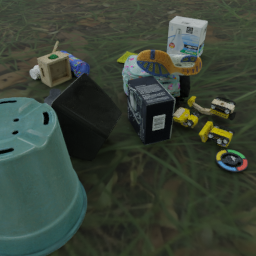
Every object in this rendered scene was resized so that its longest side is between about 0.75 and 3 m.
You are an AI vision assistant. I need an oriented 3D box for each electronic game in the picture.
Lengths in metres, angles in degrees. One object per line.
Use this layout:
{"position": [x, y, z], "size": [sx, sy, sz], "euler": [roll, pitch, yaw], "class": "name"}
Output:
{"position": [3.246, 1.021, 8.787], "size": [0.982, 0.204, 0.982], "euler": [0, 38, 0], "class": "electronic game"}

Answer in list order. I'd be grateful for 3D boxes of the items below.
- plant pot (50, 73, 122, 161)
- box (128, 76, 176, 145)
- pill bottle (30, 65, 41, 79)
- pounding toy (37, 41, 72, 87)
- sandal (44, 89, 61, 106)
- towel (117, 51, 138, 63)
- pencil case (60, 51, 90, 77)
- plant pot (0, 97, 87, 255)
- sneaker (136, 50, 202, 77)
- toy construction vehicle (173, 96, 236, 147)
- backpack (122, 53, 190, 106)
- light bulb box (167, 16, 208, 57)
{"position": [-1.378, -0.165, 8.852], "size": [1.769, 1.990, 1.994], "euler": [32, 41, -3], "class": "plant pot"}
{"position": [0.728, -0.633, 9.662], "size": [1.051, 1.696, 1.667], "euler": [-12, 40, -15], "class": "box"}
{"position": [-4.008, -2.723, 13.172], "size": [0.632, 0.632, 1.126], "euler": [26, 46, 29], "class": "pill bottle"}
{"position": [-3.330, -2.907, 12.694], "size": [1.065, 1.498, 1.379], "euler": [31, 48, 33], "class": "pounding toy"}
{"position": [-3.027, -1.154, 11.496], "size": [0.606, 0.341, 1.593], "euler": [6, 29, -5], "class": "sandal"}
{"position": [0.882, -3.413, 14.354], "size": [2.707, 0.244, 1.165], "euler": [18, 41, 22], "class": "towel"}
{"position": [-2.739, -3.079, 13.452], "size": [2.044, 0.798, 0.888], "euler": [33, 20, 35], "class": "pencil case"}
{"position": [-2.555, 1.028, 6.639], "size": [2.943, 2.883, 2.943], "euler": [1, 38, 0], "class": "plant pot"}
{"position": [1.400, -2.293, 10.169], "size": [2.381, 0.896, 1.049], "euler": [5, 13, -12], "class": "sneaker"}
{"position": [2.885, -0.275, 10.129], "size": [2.215, 0.780, 1.929], "euler": [22, 54, 29], "class": "toy construction vehicle"}
{"position": [1.093, -2.102, 11.558], "size": [2.642, 1.673, 2.205], "euler": [-2, 40, 0], "class": "backpack"}
{"position": [3.087, -4.739, 14.782], "size": [1.757, 1.773, 1.106], "euler": [19, 44, 23], "class": "light bulb box"}
